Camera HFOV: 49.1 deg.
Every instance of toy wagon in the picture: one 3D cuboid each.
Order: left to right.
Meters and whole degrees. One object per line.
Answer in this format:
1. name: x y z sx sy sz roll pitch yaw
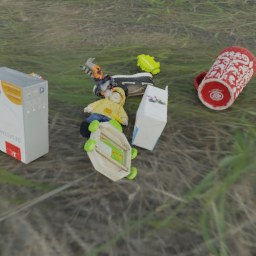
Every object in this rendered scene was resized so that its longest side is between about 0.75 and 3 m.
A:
1. toy wagon: -0.386 0.405 7.046 0.374 1.468 1.892 -35 32 29

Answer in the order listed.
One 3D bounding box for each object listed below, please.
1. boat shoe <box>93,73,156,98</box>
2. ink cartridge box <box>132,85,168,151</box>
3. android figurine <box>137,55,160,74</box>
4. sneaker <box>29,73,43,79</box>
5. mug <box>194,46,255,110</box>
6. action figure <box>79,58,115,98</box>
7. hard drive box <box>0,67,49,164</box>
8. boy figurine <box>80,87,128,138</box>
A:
1. boat shoe: -0.086 -1.373 9.837 2.201 0.813 0.664 -11 58 -17
2. ink cartridge box: 0.649 -0.435 8.053 0.647 1.099 1.908 18 39 -5
3. android figurine: 0.833 -2.632 11.541 1.054 0.238 1.158 46 43 10
4. sneaker: -3.342 -1.733 9.876 1.114 0.458 0.434 -1 53 57
5. mug: 3.309 -1.586 9.900 1.476 1.964 2.213 44 52 -2
6. action figure: -0.872 -1.490 8.502 0.677 1.252 1.294 -31 12 -5
7. hard drive box: -2.935 -0.361 7.329 1.617 2.075 0.797 20 29 25
8. boy figurine: -0.582 -0.463 8.614 1.385 0.718 2.228 22 42 8
